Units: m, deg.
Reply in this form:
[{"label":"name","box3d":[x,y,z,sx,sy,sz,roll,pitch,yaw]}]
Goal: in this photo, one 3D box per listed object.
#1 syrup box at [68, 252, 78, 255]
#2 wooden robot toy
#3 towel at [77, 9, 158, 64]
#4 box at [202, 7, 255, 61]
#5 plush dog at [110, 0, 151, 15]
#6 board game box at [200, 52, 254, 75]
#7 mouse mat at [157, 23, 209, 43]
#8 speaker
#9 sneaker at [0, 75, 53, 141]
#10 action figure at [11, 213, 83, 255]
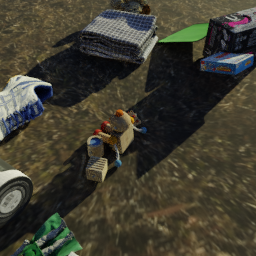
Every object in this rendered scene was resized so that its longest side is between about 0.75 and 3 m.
[{"label":"syrup box","box3d":[-1.161,2.840,4.889,0.468,0.452,1.148,23,49,22]},{"label":"wooden robot toy","box3d":[-0.400,0.049,7.261,1.154,1.188,2.618,22,48,21]},{"label":"towel","box3d":[-0.302,-3.713,11.172,2.737,1.171,2.267,16,47,15]},{"label":"box","box3d":[4.231,-3.416,10.572,2.373,1.568,1.361,-21,48,-21]},{"label":"plush dog","box3d":[0.283,-5.433,13.041,2.054,1.648,1.764,-12,53,29]},{"label":"board game box","box3d":[3.256,-2.154,9.238,1.258,0.352,1.232,-28,33,-36]},{"label":"mouse mat","box3d":[2.795,-4.016,11.744,2.647,0.100,2.130,-34,32,-28]},{"label":"speaker","box3d":[-3.625,0.941,6.332,2.985,1.212,1.212,25,49,25]},{"label":"sneaker","box3d":[-3.155,-0.570,7.967,1.295,1.106,2.937,8,45,8]},{"label":"action figure","box3d":[-1.815,2.443,5.355,1.626,0.445,0.960,-34,56,-26]}]
